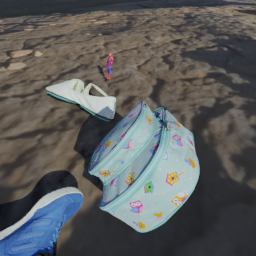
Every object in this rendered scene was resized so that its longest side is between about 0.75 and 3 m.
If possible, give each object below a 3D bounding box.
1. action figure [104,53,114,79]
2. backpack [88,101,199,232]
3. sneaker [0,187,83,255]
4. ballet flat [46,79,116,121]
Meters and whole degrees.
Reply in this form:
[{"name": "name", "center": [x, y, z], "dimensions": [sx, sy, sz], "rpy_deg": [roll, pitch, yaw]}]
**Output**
[{"name": "action figure", "center": [-0.632, -2.074, 9.303], "dimensions": [0.226, 0.873, 0.286], "rpy_deg": [-6, 36, -30]}, {"name": "backpack", "center": [0.225, 0.553, 4.203], "dimensions": [1.353, 1.551, 1.765], "rpy_deg": [37, 22, -19]}, {"name": "sneaker", "center": [-1.160, 1.681, 3.913], "dimensions": [1.114, 0.769, 2.003], "rpy_deg": [30, 36, 29]}, {"name": "ballet flat", "center": [-1.236, -0.915, 7.646], "dimensions": [2.300, 0.799, 0.799], "rpy_deg": [25, 40, 26]}]
